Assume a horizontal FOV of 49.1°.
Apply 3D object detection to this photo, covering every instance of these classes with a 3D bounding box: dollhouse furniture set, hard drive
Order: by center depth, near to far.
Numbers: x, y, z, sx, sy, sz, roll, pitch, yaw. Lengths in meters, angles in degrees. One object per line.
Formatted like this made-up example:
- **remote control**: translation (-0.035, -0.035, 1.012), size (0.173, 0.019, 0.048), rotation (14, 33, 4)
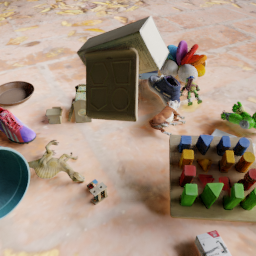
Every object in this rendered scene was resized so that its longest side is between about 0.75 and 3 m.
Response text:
- **dollhouse furniture set**: translation (-1.109, 2.000, 9.163), size (0.536, 0.540, 0.766), rotation (-30, 50, -31)
- **hard drive**: translation (4.017, 0.659, 11.003), size (1.611, 0.215, 1.062), rotation (24, 46, 27)
- **dollhouse furniture set**: translation (-2.624, -1.353, 12.596), size (1.937, 1.218, 2.190), rotation (-4, 40, -4)

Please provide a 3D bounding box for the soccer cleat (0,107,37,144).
- **soccer cleat**: translation (-4.775, -0.165, 11.406), size (2.573, 0.942, 0.878), rotation (26, 47, 28)

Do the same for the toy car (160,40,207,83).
- **toy car**: translation (2.965, -3.655, 14.818), size (2.495, 1.871, 2.183), rotation (20, 45, 22)

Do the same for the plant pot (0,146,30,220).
- **plant pot**: translation (-4.660, 1.451, 8.660), size (2.181, 2.321, 2.321), rotation (15, 41, 36)

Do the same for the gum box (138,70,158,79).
- **gum box**: translation (0.418, -3.719, 15.859), size (2.370, 0.621, 2.790), rotation (0, 40, 0)

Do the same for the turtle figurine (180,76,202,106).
- **turtle figurine**: translation (3.011, -1.645, 13.498), size (1.017, 1.413, 1.370), rotation (7, 56, -27)

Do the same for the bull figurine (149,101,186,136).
- **bull figurine**: translation (1.762, -0.459, 11.983), size (1.217, 0.653, 2.005), rotation (29, 48, 27)

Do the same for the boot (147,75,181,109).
- **boot**: translation (1.770, -2.160, 13.531), size (0.999, 1.241, 2.747), rotation (-16, 43, -18)

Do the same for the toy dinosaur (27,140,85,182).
- **toy dinosaur**: translation (-2.878, 1.196, 9.892), size (2.936, 0.854, 1.484), rotation (6, 42, 7)

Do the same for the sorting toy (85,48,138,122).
- **sorting toy**: translation (-0.523, -1.342, 8.953), size (2.053, 2.218, 0.405), rotation (5, 11, 34)

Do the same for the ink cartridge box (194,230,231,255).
- **ink cartridge box**: translation (2.343, 3.362, 7.672), size (0.672, 0.380, 0.916), rotation (-10, 41, -13)

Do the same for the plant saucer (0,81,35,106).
- **plant saucer**: translation (-5.535, -1.621, 13.580), size (2.029, 0.371, 2.029), rotation (-1, 40, 1)

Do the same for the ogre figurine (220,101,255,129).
- **ogre figurine**: translation (5.390, -0.437, 11.618), size (2.563, 1.257, 1.536), rotation (13, 22, -8)

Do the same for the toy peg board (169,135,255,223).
- **toy peg board**: translation (2.786, 1.277, 8.707), size (2.854, 1.396, 2.842), rotation (3, 60, 3)

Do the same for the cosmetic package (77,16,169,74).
- **cosmetic package**: translation (-0.216, -2.492, 9.262), size (2.714, 1.405, 0.992), rotation (-4, 44, 37)
